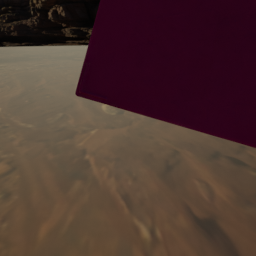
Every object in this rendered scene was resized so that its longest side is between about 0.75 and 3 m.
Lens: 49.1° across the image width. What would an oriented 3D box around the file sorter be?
[{"bbox_3d":[0.786,-0.645,2.682,1.956,1.360,1.227,17,4,18],"label":"file sorter"}]
